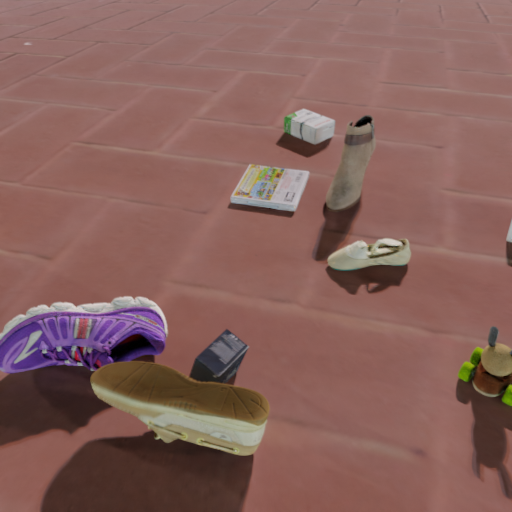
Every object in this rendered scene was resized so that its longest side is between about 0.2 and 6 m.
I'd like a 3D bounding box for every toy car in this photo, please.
[{"bbox_3d":[3.497,1.465,8.018,0.825,1.004,0.793,28,44,32],"label":"toy car"}]

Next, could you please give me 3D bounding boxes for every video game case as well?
[{"bbox_3d":[0.349,-1.594,12.907,1.482,0.186,1.629,9,38,12],"label":"video game case"}]

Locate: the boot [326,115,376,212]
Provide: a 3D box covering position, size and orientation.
[{"bbox_3d":[2.105,-2.138,12.445,0.763,1.588,2.172,14,39,18],"label":"boot"}]

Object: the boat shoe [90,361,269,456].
[{"bbox_3d":[-1.057,2.049,7.347,2.424,0.805,0.897,12,22,15],"label":"boat shoe"}]

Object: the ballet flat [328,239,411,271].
[{"bbox_3d":[2.140,-0.081,10.528,1.593,0.553,0.553,-5,37,-7],"label":"ballet flat"}]

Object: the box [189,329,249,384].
[{"bbox_3d":[-0.555,1.565,8.057,0.447,0.721,0.709,36,47,14],"label":"box"}]

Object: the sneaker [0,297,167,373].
[{"bbox_3d":[-2.571,1.294,8.315,2.531,1.021,1.056,-11,43,-15],"label":"sneaker"}]

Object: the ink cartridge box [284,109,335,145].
[{"bbox_3d":[1.452,-3.535,15.297,0.847,0.480,1.155,-30,45,-34],"label":"ink cartridge box"}]

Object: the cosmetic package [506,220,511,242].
[{"bbox_3d":[6.258,-0.606,11.277,2.040,0.527,1.538,17,37,22],"label":"cosmetic package"}]
